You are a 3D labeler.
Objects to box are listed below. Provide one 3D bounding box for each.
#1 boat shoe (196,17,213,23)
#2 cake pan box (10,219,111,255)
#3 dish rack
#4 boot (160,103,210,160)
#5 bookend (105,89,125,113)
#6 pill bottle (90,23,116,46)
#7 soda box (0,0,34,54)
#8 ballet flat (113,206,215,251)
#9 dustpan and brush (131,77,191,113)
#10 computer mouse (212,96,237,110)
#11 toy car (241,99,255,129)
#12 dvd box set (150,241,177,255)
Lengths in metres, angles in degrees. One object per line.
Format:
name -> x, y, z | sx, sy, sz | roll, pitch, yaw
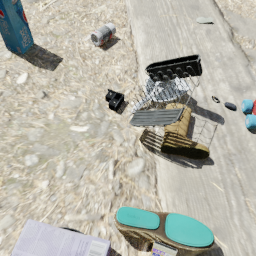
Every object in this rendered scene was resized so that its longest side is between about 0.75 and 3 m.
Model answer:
boat shoe -> 3.944, -5.548, 14.444 | 0.832, 0.303, 0.257 | 2, 9, 10
cake pan box -> -1.904, 3.824, 7.091 | 2.443, 0.694, 2.652 | 12, 54, 6
dish rack -> 1.187, -1.219, 9.555 | 2.241, 0.797, 2.922 | -2, 46, 42
boot -> 2.077, 0.039, 9.951 | 1.751, 0.661, 2.000 | 11, 53, 8
bookend -> -0.627, -1.081, 10.974 | 0.753, 0.347, 0.749 | 22, 56, 16
pill bottle -> -1.144, -4.460, 13.301 | 0.678, 0.678, 1.191 | 35, 61, 23
soda box -> -5.075, -4.756, 12.104 | 0.943, 2.940, 0.997 | 18, 55, 13
ballet flat -> 0.935, 2.799, 7.725 | 2.738, 0.894, 0.965 | 14, 47, 9
dustpan and brush -> 1.071, -1.352, 10.929 | 2.342, 0.670, 1.635 | -44, 65, 5
computer mouse -> 3.783, -1.022, 11.035 | 1.077, 0.183, 0.316 | 31, 60, 22
toy car -> 5.160, -0.857, 9.965 | 1.559, 1.691, 1.496 | 3, 53, 2
dvd box set -> 0.873, 3.460, 7.335 | 0.629, 0.860, 0.126 | 17, 12, 13
